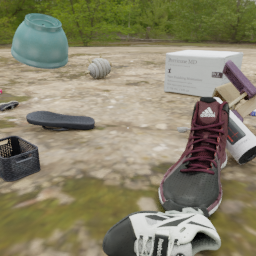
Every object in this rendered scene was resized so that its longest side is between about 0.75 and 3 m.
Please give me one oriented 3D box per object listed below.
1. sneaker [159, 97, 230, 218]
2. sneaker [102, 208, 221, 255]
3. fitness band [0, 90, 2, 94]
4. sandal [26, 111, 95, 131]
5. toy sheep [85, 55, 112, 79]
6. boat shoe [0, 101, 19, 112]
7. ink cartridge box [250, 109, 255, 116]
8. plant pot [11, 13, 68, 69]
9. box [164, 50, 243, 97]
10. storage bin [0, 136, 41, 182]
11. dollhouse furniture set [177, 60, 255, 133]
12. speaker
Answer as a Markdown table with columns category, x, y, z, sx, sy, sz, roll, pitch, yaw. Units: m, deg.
| category | x | y | z | sx | sy | sz | roll | pitch | yaw |
| --- | --- | --- | --- | --- | --- | --- | --- | --- | --- |
| sneaker | 1.284 | 0.288 | 5.116 | 1.055 | 1.610 | 2.787 | 8 | 21 | 21 |
| sneaker | 0.460 | 1.411 | 3.524 | 1.527 | 0.566 | 0.676 | -7 | 18 | -17 |
| fitness band | -6.082 | -1.628 | 12.714 | 0.593 | 0.154 | 0.825 | 0 | 18 | 0 |
| sandal | -1.981 | -0.112 | 8.209 | 1.983 | 0.425 | 0.754 | 7 | 26 | -8 |
| toy sheep | -1.737 | -3.494 | 16.375 | 1.904 | 1.313 | 1.313 | -29 | 31 | -27 |
| boat shoe | -4.358 | -0.772 | 10.281 | 0.279 | 0.323 | 0.890 | 52 | 31 | 9 |
| ink cartridge box | 4.538 | -0.560 | 9.643 | 0.944 | 0.198 | 0.563 | 7 | 20 | 10 |
| plant pot | -2.200 | -2.297 | 7.173 | 1.461 | 0.979 | 1.461 | 13 | 37 | -10 |
| box | 3.478 | -2.578 | 12.907 | 2.721 | 1.788 | 2.735 | 14 | 24 | 34 |
| storage bin | -2.432 | 0.607 | 5.874 | 1.115 | 0.523 | 0.754 | 17 | 26 | 41 |
| dollhouse furniture set | 2.727 | -0.077 | 8.292 | 2.119 | 2.365 | 2.985 | -38 | -10 | 9 |
| speaker | 2.295 | 0.035 | 6.377 | 0.648 | 0.648 | 1.597 | -9 | 49 | -24 |
